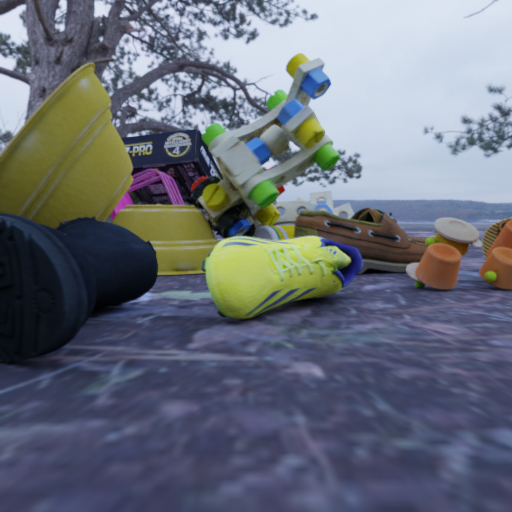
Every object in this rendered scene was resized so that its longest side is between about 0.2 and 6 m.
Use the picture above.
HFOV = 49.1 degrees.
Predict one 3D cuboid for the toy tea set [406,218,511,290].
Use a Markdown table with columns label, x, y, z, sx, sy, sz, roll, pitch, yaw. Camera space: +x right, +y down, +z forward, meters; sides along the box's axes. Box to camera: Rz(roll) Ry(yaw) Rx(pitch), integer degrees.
| label | x | y | z | sx | sy | sz | roll | pitch | yaw |
| --- | --- | --- | --- | --- | --- | --- | --- | --- | --- |
| toy tea set | 2.482 | 0.125 | 6.106 | 1.907 | 0.706 | 1.134 | 2 | 33 | -10 |

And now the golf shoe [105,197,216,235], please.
| label | x | y | z | sx | sy | sz | roll | pitch | yaw |
| --- | --- | --- | --- | --- | --- | --- | --- | --- | --- |
| golf shoe | -2.481 | -0.632 | 13.713 | 3.170 | 1.241 | 1.541 | 2 | -17 | -2 |

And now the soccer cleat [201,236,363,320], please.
| label | x | y | z | sx | sy | sz | roll | pitch | yaw |
| --- | --- | --- | --- | --- | --- | --- | --- | --- | --- |
| soccer cleat | 0.291 | 0.084 | 4.540 | 0.829 | 0.641 | 1.982 | -17 | -6 | 27 |

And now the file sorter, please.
| label | x | y | z | sx | sy | sz | roll | pitch | yaw |
| --- | --- | --- | --- | --- | --- | --- | --- | --- | --- |
| file sorter | -2.175 | -0.959 | 11.582 | 1.247 | 1.381 | 1.988 | -22 | 4 | 1 |

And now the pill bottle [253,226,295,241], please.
| label | x | y | z | sx | sy | sz | roll | pitch | yaw |
| --- | --- | --- | --- | --- | --- | --- | --- | --- | --- |
| pill bottle | 0.527 | -0.163 | 8.605 | 1.084 | 0.611 | 0.611 | -3 | 5 | -36 |

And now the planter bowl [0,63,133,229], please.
| label | x | y | z | sx | sy | sz | roll | pitch | yaw |
| --- | --- | --- | --- | --- | --- | --- | --- | --- | --- |
| planter bowl | -2.836 | -0.937 | 8.178 | 1.466 | 3.519 | 3.519 | 37 | -7 | -16 |

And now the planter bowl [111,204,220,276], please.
| label | x | y | z | sx | sy | sz | roll | pitch | yaw |
| --- | --- | --- | --- | --- | --- | --- | --- | --- | --- |
| planter bowl | -1.380 | -0.277 | 8.073 | 2.225 | 0.927 | 2.225 | -1 | 4 | 0 |

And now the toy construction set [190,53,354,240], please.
| label | x | y | z | sx | sy | sz | roll | pitch | yaw |
| --- | --- | --- | --- | --- | --- | --- | --- | --- | --- |
| toy construction set | 0.346 | -1.100 | 8.711 | 1.721 | 2.449 | 3.735 | 49 | -4 | 30 |

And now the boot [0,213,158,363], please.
| label | x | y | z | sx | sy | sz | roll | pitch | yaw |
| --- | --- | --- | --- | --- | --- | --- | --- | --- | --- |
| boot | -1.287 | 0.093 | 3.846 | 2.072 | 0.791 | 1.741 | -5 | 5 | 37 |

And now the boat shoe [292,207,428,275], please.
| label | x | y | z | sx | sy | sz | roll | pitch | yaw |
| --- | --- | --- | --- | --- | --- | --- | --- | --- | --- |
| boat shoe | 1.649 | -0.226 | 7.595 | 2.554 | 0.868 | 0.919 | -2 | 4 | -33 |

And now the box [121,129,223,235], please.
| label | x | y | z | sx | sy | sz | roll | pitch | yaw |
| --- | --- | --- | --- | --- | --- | --- | --- | --- | --- |
| box | -2.390 | -1.584 | 14.131 | 3.196 | 0.974 | 3.965 | -6 | -22 | 11 |

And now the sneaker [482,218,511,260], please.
| label | x | y | z | sx | sy | sz | roll | pitch | yaw |
| --- | --- | --- | --- | --- | --- | --- | --- | --- | --- |
| sneaker | 4.284 | -0.230 | 6.886 | 2.660 | 0.997 | 1.199 | 5 | 13 | 41 |
